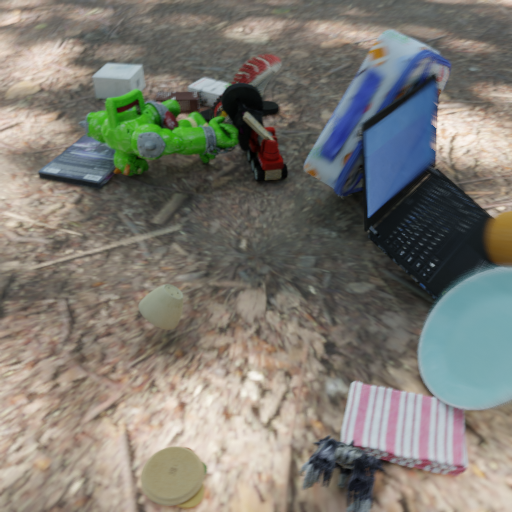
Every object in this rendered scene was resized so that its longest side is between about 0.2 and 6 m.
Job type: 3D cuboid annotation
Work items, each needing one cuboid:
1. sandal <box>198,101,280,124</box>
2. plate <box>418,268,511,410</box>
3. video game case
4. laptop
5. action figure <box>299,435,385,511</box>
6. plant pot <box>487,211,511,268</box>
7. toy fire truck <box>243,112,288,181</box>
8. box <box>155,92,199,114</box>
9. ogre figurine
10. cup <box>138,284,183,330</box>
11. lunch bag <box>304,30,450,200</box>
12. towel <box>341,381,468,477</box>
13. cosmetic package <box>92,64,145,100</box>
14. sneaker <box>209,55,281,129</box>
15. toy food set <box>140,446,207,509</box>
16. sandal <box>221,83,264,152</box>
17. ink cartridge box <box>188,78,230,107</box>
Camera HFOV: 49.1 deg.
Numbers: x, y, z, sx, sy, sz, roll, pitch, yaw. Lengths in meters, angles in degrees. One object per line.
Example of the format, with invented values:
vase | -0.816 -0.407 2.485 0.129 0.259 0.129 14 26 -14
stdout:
sandal | -0.495 -4.085 15.305 2.395 0.540 0.899 -15 41 -19
plate | 3.199 1.145 7.751 0.275 2.151 2.151 35 29 -26
video game case | -3.877 -2.329 13.356 1.576 0.209 2.206 11 39 14
laptop | 3.293 -1.140 9.714 3.233 1.670 2.866 44 52 9
action figure | 0.983 2.539 6.526 0.937 1.576 0.804 22 79 18
plant pot | 4.900 -0.243 9.644 1.569 1.569 1.436 -29 21 -32
toy fire truck | 0.131 -2.597 12.620 0.975 1.515 1.333 -6 39 -9
box | -2.196 -4.277 15.644 1.199 0.449 0.600 -1 38 -4
ogre figurine | -2.447 -2.898 12.832 2.223 1.819 3.708 -22 54 -43
cup | -1.390 0.725 8.594 0.678 0.485 0.678 30 20 -12
lunch bag | 2.375 -2.670 11.164 1.243 3.289 2.635 38 26 18
towel | 1.975 2.239 7.473 1.582 0.237 1.158 9 35 12
cosmetic package | -4.034 -5.126 16.508 1.142 0.702 1.139 5 38 8
sneaker | -0.187 -4.117 14.202 0.933 2.272 0.884 27 31 -37
toy food set | -1.016 2.716 6.936 0.817 0.199 0.808 0 38 1
sandal | -0.147 -3.043 12.731 0.891 2.371 0.567 -23 65 3
ink cartridge box | -1.265 -4.667 16.097 1.129 0.476 0.825 21 43 25
